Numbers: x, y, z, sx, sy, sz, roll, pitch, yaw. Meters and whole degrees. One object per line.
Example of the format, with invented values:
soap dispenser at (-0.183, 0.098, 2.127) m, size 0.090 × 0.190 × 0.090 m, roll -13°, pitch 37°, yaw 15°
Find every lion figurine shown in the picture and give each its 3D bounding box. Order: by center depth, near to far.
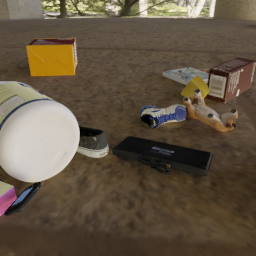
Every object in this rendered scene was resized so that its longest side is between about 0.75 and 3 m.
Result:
lion figurine at (2.863, -0.464, 9.876) m, size 0.961 × 1.625 × 2.653 m, roll -41°, pitch 53°, yaw 0°

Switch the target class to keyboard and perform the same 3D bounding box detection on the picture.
keyboard at (0.916, 0.848, 8.013) m, size 2.742 × 0.352 × 1.646 m, roll 10°, pitch 21°, yaw 21°

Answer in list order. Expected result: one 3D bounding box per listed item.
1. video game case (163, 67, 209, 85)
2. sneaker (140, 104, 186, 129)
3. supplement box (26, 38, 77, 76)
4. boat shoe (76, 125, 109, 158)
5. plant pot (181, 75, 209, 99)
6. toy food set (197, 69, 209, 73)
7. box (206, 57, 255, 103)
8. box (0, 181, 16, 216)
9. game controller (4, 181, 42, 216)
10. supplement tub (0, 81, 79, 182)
video game case at (3.374, -2.856, 15.332) m, size 2.041 × 0.246 × 2.239 m, roll -16°, pitch 31°, yaw -28°
sneaker at (1.207, -0.345, 10.072) m, size 1.726 × 0.697 × 0.996 m, roll 0°, pitch 30°, yaw 16°
supplement box at (-4.330, -4.236, 16.476) m, size 2.474 × 1.665 × 2.508 m, roll -3°, pitch 27°, yaw -6°
boat shoe at (-1.773, 0.181, 8.825) m, size 2.682 × 0.759 × 0.920 m, roll 14°, pitch 31°, yaw 25°
plant pot at (3.017, -1.637, 12.264) m, size 0.885 × 0.865 × 0.859 m, roll 42°, pitch 41°, yaw 13°
toy food set at (4.889, -3.252, 16.066) m, size 1.829 × 0.288 × 1.163 m, roll 8°, pitch 28°, yaw 15°
box at (4.777, -2.252, 12.895) m, size 1.064 × 1.422 × 2.839 m, roll 22°, pitch 35°, yaw 36°
box at (-3.253, 1.618, 6.305) m, size 1.047 × 0.506 × 0.921 m, roll 13°, pitch 30°, yaw 22°
game controller at (-2.323, 1.556, 6.232) m, size 0.537 × 0.217 × 1.030 m, roll -19°, pitch 16°, yaw 17°
supplement tub at (-2.973, -0.071, 7.788) m, size 2.143 × 2.143 × 2.956 m, roll -22°, pitch 35°, yaw -37°
